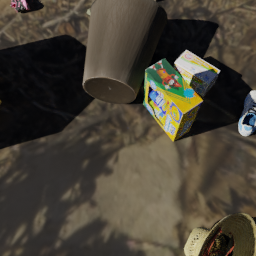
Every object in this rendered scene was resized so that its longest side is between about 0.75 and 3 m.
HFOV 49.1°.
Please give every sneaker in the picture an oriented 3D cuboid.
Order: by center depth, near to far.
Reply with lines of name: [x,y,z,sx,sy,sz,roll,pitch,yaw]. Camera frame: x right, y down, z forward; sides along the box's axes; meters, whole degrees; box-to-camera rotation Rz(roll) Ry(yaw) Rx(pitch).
sneaker: [3.233,-0.433,7.265,0.496,0.500,1.381,20,66,10]
sneaker: [-3.597,-4.133,9.016,0.515,0.426,1.079,-32,68,-1]

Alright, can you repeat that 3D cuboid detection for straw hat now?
straw hat: [1.648,2.463,5.627,0.883,2.086,2.086,12,57,52]

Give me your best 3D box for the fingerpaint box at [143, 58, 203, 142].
fingerpaint box: [0.979,-0.595,6.710,0.595,1.622,1.353,-32,70,-12]

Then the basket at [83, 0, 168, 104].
basket: [-0.213,-2.010,7.396,2.198,1.658,2.438,6,69,12]

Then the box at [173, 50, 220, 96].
box: [1.830,-1.508,7.671,1.115,0.627,0.565,37,70,17]

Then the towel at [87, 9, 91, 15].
towel: [-0.088,-3.386,8.558,1.768,0.305,1.702,40,60,12]
